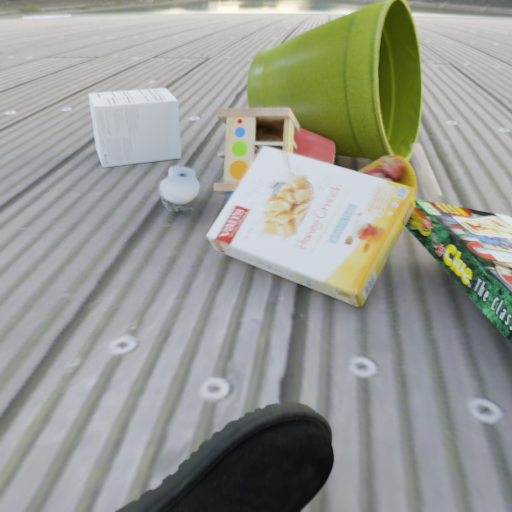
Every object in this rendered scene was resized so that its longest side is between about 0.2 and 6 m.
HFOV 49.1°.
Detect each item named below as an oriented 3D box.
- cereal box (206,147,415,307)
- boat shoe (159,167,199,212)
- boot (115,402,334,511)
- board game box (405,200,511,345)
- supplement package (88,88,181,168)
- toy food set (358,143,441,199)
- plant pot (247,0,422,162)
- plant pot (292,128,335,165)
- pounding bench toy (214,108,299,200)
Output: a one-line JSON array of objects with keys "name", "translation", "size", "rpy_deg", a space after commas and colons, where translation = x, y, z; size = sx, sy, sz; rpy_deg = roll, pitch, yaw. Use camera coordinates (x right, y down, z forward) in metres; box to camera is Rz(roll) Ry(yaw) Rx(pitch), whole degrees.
[{"name": "cereal box", "translation": [0.785, -0.535, 8.425], "size": [2.615, 0.517, 1.881], "rpy_deg": [21, 69, 28]}, {"name": "boat shoe", "translation": [-1.439, -1.141, 10.313], "size": [0.691, 0.639, 1.872], "rpy_deg": [4, 21, -12]}, {"name": "boot", "translation": [0.013, 2.295, 3.805], "size": [2.638, 0.993, 1.972], "rpy_deg": [-30, 33, -26]}, {"name": "board game box", "translation": [3.915, 0.684, 6.674], "size": [2.616, 0.586, 4.994], "rpy_deg": [11, 26, -15]}, {"name": "supplement package", "translation": [-2.840, -3.041, 13.136], "size": [1.842, 1.398, 1.387], "rpy_deg": [-10, 30, -17]}, {"name": "toy food set", "translation": [1.945, -1.081, 9.073], "size": [0.604, 1.088, 1.849], "rpy_deg": [-1, -17, -36]}, {"name": "plant pot", "translation": [1.666, -3.709, 12.513], "size": [3.249, 3.374, 3.374], "rpy_deg": [4, 27, 30]}, {"name": "plant pot", "translation": [0.972, -2.022, 11.612], "size": [1.125, 1.271, 1.271], "rpy_deg": [10, 28, -6]}, {"name": "pounding bench toy", "translation": [0.120, -1.745, 10.759], "size": [1.311, 1.646, 2.111], "rpy_deg": [3, 0, 12]}]
